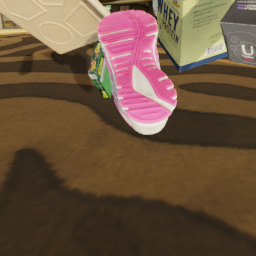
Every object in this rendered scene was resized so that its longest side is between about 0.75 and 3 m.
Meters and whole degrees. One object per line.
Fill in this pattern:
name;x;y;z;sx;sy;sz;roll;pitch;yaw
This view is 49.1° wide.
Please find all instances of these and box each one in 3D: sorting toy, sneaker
sorting toy;-1.509;-2.398;5.638;2.345;0.428;2.171;0;-21;39
sneaker;0.061;-0.749;3.780;0.814;0.882;2.000;-7;62;-3

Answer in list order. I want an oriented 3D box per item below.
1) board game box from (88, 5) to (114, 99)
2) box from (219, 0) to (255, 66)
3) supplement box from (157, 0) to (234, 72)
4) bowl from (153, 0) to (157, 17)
board game box;-0.510;-1.870;6.934;0.241;1.075;2.053;2;64;15
box;2.375;-1.865;4.376;1.049;0.910;1.717;25;73;40
supplement box;2.138;-3.193;7.489;2.378;2.376;1.596;-19;53;-7
bowl;1.867;-4.323;9.184;0.929;2.067;2.067;12;10;-43
